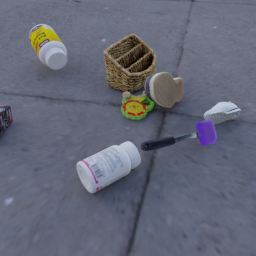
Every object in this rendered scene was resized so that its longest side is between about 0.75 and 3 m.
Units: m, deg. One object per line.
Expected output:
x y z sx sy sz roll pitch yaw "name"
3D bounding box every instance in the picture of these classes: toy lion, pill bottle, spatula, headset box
0.292 -0.654 8.337 1.054 0.362 1.010 -7 49 -16 "toy lion"
-2.830 -2.879 10.043 0.988 0.988 1.808 -20 53 -23 "pill bottle"
1.270 0.252 6.662 2.170 0.223 0.613 -12 83 -21 "spatula"
-0.403 0.824 6.175 1.289 0.731 0.731 -24 45 -28 "pill bottle"
-3.772 -0.207 7.445 0.987 0.512 1.327 2 25 -2 "headset box"

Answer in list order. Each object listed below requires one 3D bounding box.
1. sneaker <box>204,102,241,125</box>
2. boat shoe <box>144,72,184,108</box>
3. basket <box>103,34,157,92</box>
2.535 -0.453 7.779 1.233 0.471 0.496 -9 53 -29 "sneaker"
0.911 -1.074 7.884 0.847 0.940 2.615 2 10 24 "boat shoe"
0.195 -2.158 9.258 1.257 1.312 1.761 22 45 29 "basket"
